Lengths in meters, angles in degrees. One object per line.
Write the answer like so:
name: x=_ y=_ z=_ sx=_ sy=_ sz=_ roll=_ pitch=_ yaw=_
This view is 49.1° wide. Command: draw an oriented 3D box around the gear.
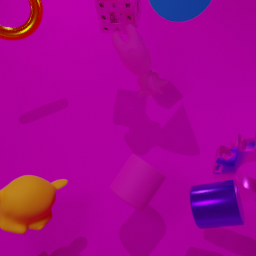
gear: x=2.665 y=0.852 z=5.512 sx=1.874 sy=1.874 sz=0.347 roll=18 pitch=47 yaw=8

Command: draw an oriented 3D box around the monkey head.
monkey head: x=-2.028 y=1.390 z=5.424 sx=1.210 sy=1.682 sz=1.014 roll=5 pitch=93 yaw=45

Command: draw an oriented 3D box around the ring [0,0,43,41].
ring: x=-2.948 y=-2.987 z=6.955 sx=1.643 sy=1.643 sz=0.329 roll=-23 pitch=42 yaw=-11

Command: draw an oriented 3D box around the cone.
cone: x=1.257 y=-3.157 z=6.283 sx=1.417 sy=1.417 sz=1.423 roll=20 pitch=26 yaw=9

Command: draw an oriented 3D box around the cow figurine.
cow figurine: x=0.310 y=-1.557 z=7.013 sx=0.900 sy=1.640 sz=1.614 roll=-26 pitch=80 yaw=12

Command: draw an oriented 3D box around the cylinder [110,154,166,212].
cylinder: x=0.215 y=1.196 z=6.170 sx=0.916 sy=0.916 sz=0.916 roll=33 pitch=84 yaw=14

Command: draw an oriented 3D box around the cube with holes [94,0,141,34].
cube with holes: x=-0.212 y=-3.055 z=7.020 sx=0.942 sy=0.942 sz=0.942 roll=4 pitch=57 yaw=9

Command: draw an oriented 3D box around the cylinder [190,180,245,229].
cylinder: x=1.696 y=1.456 z=5.336 sx=0.824 sy=0.824 sz=0.824 roll=-15 pitch=62 yaw=24
